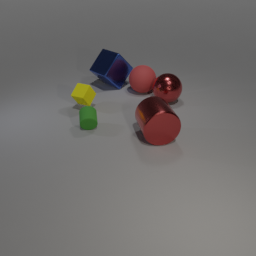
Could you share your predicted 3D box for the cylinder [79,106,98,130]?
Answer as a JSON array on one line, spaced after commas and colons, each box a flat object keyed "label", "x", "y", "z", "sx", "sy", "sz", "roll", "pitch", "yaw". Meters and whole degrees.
[{"label": "cylinder", "x": -1.587, "y": -0.399, "z": 11.186, "sx": 0.700, "sy": 0.700, "sz": 0.700, "roll": -4, "pitch": 50, "yaw": -8}]

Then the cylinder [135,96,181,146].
[{"label": "cylinder", "x": 1.084, "y": -0.284, "z": 10.445, "sx": 1.400, "sy": 1.400, "sz": 1.400, "roll": -6, "pitch": 30, "yaw": -10}]

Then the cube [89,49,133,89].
[{"label": "cube", "x": -0.890, "y": -3.150, "z": 14.951, "sx": 1.400, "sy": 1.400, "sz": 1.400, "roll": 29, "pitch": -4, "yaw": 41}]

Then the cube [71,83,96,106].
[{"label": "cube", "x": -1.978, "y": -1.490, "z": 12.510, "sx": 0.700, "sy": 0.700, "sz": 0.700, "roll": 14, "pitch": 69, "yaw": 28}]

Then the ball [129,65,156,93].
[{"label": "ball", "x": 0.743, "y": -2.504, "z": 14.326, "sx": 1.400, "sy": 1.400, "sz": 1.400, "roll": 0, "pitch": 30, "yaw": 0}]

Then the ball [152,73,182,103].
[{"label": "ball", "x": 1.863, "y": -1.887, "z": 13.268, "sx": 1.400, "sy": 1.400, "sz": 1.400, "roll": 0, "pitch": 30, "yaw": 0}]
